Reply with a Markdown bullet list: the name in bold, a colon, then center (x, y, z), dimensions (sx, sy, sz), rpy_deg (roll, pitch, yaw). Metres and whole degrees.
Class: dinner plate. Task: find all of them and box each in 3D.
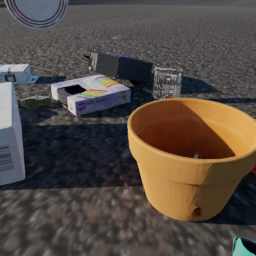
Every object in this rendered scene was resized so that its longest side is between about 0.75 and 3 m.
- **dinner plate**: center (-2.168, -3.124, 6.682), dimensions (1.460, 1.460, 0.177), rpy_deg (-7, 23, -13)

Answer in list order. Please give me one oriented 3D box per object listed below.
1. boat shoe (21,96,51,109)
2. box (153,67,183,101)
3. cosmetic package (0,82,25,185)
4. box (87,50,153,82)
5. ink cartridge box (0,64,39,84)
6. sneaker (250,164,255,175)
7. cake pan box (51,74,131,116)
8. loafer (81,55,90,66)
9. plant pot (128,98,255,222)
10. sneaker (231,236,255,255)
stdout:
- **boat shoe**: center (-3.223, -0.918, 9.765), dimensions (1.020, 0.381, 0.349), rpy_deg (-7, 24, -30)
- **box**: center (1.390, -1.485, 9.849), dimensions (0.972, 1.233, 0.307), rpy_deg (5, 29, 9)
- **cosmetic package**: center (-3.221, 0.006, 6.922), dimensions (1.053, 1.446, 2.844), rpy_deg (-10, 29, -19)
- **box**: center (-0.276, -2.522, 11.516), dimensions (1.589, 0.888, 2.251), rpy_deg (25, 20, 34)
- **ink cartridge box**: center (-4.846, -2.330, 12.075), dimensions (1.755, 0.585, 1.016), rpy_deg (-2, 29, -3)
- **sneaker**: center (3.023, 0.991, 6.091), dimensions (0.592, 0.537, 1.395), rpy_deg (-26, 38, -31)
- **cake pan box**: center (-1.405, -1.250, 10.117), dimensions (2.287, 0.598, 2.106), rpy_deg (-18, 31, -29)
- **loafer**: center (-1.664, -3.382, 14.098), dimensions (1.545, 0.487, 0.555), rpy_deg (9, 30, 17)
- **plant pot**: center (1.209, 0.634, 5.506), dimensions (2.408, 1.685, 2.408), rpy_deg (-1, 29, 0)
- **sneaker**: center (1.502, 1.989, 3.934), dimensions (1.347, 0.813, 0.563), rpy_deg (-13, 31, -23)
